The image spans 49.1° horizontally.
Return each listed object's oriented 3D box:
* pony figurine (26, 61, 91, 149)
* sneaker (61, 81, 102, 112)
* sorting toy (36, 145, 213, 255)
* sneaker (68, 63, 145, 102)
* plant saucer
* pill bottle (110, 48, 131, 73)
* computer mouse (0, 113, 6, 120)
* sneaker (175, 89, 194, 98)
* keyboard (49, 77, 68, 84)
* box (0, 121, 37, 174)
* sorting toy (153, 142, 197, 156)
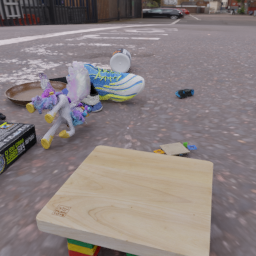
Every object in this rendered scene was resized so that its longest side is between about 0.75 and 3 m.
[{"bbox_3d":[-1.772,-0.640,7.495,1.622,1.880,1.948,-8,21,26],"label":"pony figurine"},{"bbox_3d":[-1.547,-1.237,9.535,1.574,0.909,0.636,21,40,23],"label":"sneaker"},{"bbox_3d":[0.149,1.252,4.546,2.251,0.783,2.237,7,25,15],"label":"sorting toy"},{"bbox_3d":[-0.895,-1.624,9.927,2.821,1.068,1.482,-1,-16,22],"label":"sneaker"},{"bbox_3d":[-3.382,-1.298,10.618,2.360,0.378,2.360,0,25,0],"label":"plant saucer"},{"bbox_3d":[-0.359,-3.606,14.869,1.074,1.074,2.023,1,24,2],"label":"pill bottle"},{"bbox_3d":[-4.666,-0.319,8.433,1.113,0.424,1.608,14,28,26],"label":"computer mouse"},{"bbox_3d":[2.142,-1.342,10.882,0.923,0.338,0.378,-8,13,-34],"label":"sneaker"},{"bbox_3d":[-2.348,-1.876,12.053,2.319,0.297,1.392,13,21,29],"label":"keyboard"},{"bbox_3d":[-3.585,0.525,6.447,1.947,0.538,2.430,5,25,11],"label":"box"},{"bbox_3d":[1.133,0.551,6.875,1.095,0.149,0.617,-7,21,-16],"label":"sorting toy"}]
